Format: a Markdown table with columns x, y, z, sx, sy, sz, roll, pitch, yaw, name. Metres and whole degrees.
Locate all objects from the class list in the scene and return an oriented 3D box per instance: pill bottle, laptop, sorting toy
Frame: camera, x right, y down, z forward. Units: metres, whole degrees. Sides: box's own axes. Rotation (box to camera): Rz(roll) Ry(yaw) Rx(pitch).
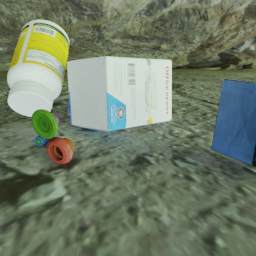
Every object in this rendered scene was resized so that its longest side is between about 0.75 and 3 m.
| x | y | z | sx | sy | sz | roll | pitch | yaw | name |
| --- | --- | --- | --- | --- | --- | --- | --- | --- | --- |
| -2.911 | -1.927 | 9.125 | 1.678 | 1.678 | 2.985 | 0 | 58 | 2 | pill bottle |
| 2.203 | -0.041 | 5.458 | 1.037 | 1.676 | 1.790 | 10 | 14 | 19 | laptop |
| -1.540 | 0.138 | 5.910 | 0.755 | 1.257 | 0.516 | -11 | 17 | 31 | sorting toy |

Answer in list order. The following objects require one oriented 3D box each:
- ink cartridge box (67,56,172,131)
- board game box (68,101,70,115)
| x | y | z | sx | sy | sz | roll | pitch | yaw | name |
| --- | --- | --- | --- | --- | --- | --- | --- | --- | --- |
| -0.188 | -1.117 | 8.712 | 2.676 | 1.963 | 1.954 | -9 | 12 | -42 | ink cartridge box |
| -1.851 | -1.035 | 9.908 | 0.241 | 1.075 | 0.723 | 10 | -13 | -34 | board game box |
